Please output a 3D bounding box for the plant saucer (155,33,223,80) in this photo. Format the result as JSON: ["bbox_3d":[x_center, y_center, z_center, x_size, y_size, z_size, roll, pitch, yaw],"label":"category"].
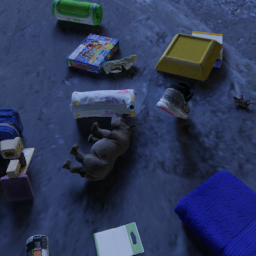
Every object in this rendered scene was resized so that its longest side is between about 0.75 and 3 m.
[{"bbox_3d":[2.495,-3.088,11.484,2.208,0.535,2.209,18,60,24],"label":"plant saucer"}]

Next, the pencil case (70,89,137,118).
[{"bbox_3d":[-0.798,-0.791,9.476,2.205,0.917,1.000,-1,33,0],"label":"pencil case"}]

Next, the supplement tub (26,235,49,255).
[{"bbox_3d":[-2.052,2.920,6.373,0.497,0.497,0.812,-9,49,-9],"label":"supplement tub"}]

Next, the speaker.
[{"bbox_3d":[-2.530,-5.817,14.022,2.402,1.062,1.062,14,49,12],"label":"speaker"}]

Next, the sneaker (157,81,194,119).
[{"bbox_3d":[1.648,-0.923,8.812,0.854,1.013,2.316,35,14,18],"label":"sneaker"}]

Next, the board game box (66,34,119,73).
[{"bbox_3d":[-1.476,-3.283,12.130,1.489,0.379,2.200,17,50,15],"label":"board game box"}]

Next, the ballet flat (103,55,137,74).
[{"bbox_3d":[-0.248,-2.564,11.474,1.544,0.536,0.536,-19,50,-15],"label":"ballet flat"}]

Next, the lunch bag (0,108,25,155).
[{"bbox_3d":[-3.983,0.190,8.418,1.718,1.167,1.137,-2,48,-4],"label":"lunch bag"}]

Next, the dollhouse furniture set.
[{"bbox_3d":[-3.754,0.876,7.722,2.230,1.767,1.582,-6,32,-2],"label":"dollhouse furniture set"}]

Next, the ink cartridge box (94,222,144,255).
[{"bbox_3d":[-0.232,2.771,6.670,1.047,0.251,0.762,-12,49,-11],"label":"ink cartridge box"}]

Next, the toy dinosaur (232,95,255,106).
[{"bbox_3d":[4.142,-0.926,10.095,0.787,0.303,0.402,34,69,19],"label":"toy dinosaur"}]

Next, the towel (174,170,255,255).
[{"bbox_3d":[2.759,2.478,6.716,2.136,0.717,2.892,-25,52,-30],"label":"towel"}]

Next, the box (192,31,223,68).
[{"bbox_3d":[3.372,-3.394,12.200,1.376,0.479,2.312,10,51,9],"label":"box"}]

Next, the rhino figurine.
[{"bbox_3d":[-0.624,0.446,8.407,1.214,0.830,2.777,31,52,10],"label":"rhino figurine"}]
